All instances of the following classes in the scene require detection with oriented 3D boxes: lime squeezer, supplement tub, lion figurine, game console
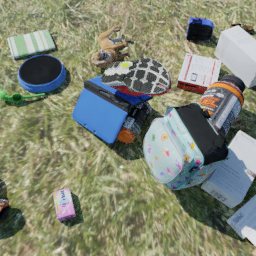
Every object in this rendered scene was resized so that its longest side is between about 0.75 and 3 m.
[{"bbox_3d":[-4.700,-1.357,11.611,2.398,0.452,0.847,12,26,9],"label":"lime squeezer"},{"bbox_3d":[0.152,-0.301,10.442,0.997,0.997,1.627,20,57,13],"label":"supplement tub"},{"bbox_3d":[-0.915,-3.776,12.974,1.692,1.001,2.763,-15,42,1],"label":"lion figurine"},{"bbox_3d":[-0.626,-0.848,10.688,2.475,1.464,2.112,32,42,33],"label":"game console"},{"bbox_3d":[3.273,-0.696,10.256,1.459,1.459,2.727,29,67,18],"label":"supplement tub"}]

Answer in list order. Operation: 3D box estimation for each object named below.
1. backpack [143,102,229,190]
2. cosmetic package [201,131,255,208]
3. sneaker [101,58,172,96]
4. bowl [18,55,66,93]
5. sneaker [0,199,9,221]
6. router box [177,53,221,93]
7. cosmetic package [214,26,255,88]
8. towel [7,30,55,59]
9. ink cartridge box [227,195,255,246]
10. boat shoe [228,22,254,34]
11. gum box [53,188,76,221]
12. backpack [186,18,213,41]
[{"bbox_3d":[1.588,0.751,8.714,1.907,2.487,2.186,-17,59,-21],"label":"backpack"},{"bbox_3d":[3.596,1.337,9.357,1.207,0.879,2.375,34,63,13],"label":"cosmetic package"},{"bbox_3d":[0.395,-1.538,9.125,2.904,1.233,1.118,21,82,47],"label":"sneaker"},{"bbox_3d":[-3.784,-2.424,12.254,2.054,0.403,2.054,0,55,0],"label":"bowl"},{"bbox_3d":[-4.426,2.179,8.954,1.250,0.865,2.231,-4,66,-7],"label":"sneaker"},{"bbox_3d":[3.104,-2.368,12.188,1.601,0.436,1.784,16,57,11],"label":"router box"},{"bbox_3d":[4.997,-3.100,12.137,0.997,1.387,2.457,-25,61,-15],"label":"cosmetic package"},{"bbox_3d":[-4.655,-4.055,13.482,2.011,0.235,1.534,-18,58,-13],"label":"towel"},{"bbox_3d":[4.059,2.922,8.647,1.476,0.330,1.300,-32,60,-19],"label":"ink cartridge box"},{"bbox_3d":[5.632,-4.979,13.938,1.325,0.489,0.501,-8,56,-5],"label":"boat shoe"},{"bbox_3d":[-2.036,2.469,8.966,0.540,0.315,0.952,-15,57,-11],"label":"gum box"},{"bbox_3d":[3.515,-4.840,13.558,1.200,0.975,1.007,11,54,8],"label":"backpack"}]
